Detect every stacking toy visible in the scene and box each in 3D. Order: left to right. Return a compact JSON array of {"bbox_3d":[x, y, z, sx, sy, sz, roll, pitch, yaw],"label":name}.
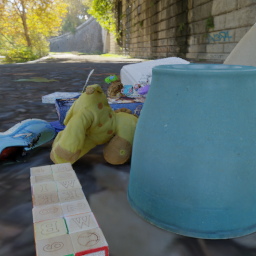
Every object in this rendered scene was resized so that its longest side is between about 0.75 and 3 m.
[{"bbox_3d":[0.232,-1.137,8.555,1.662,0.390,1.253,4,-25,33],"label":"stacking toy"}]

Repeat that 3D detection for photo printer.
[{"bbox_3d":[1.359,-1.676,10.048,2.711,0.941,2.256,-15,40,-17],"label":"photo printer"}]

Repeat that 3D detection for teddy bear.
[{"bbox_3d":[0.151,-1.428,11.434,2.628,0.877,1.905,22,33,36],"label":"teddy bear"}]

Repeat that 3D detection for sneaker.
[{"bbox_3d":[-2.039,0.370,5.393,0.786,0.685,1.747,29,31,23],"label":"sneaker"}]

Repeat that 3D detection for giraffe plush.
[{"bbox_3d":[-0.402,0.061,5.130,1.443,1.779,1.535,27,3,-16],"label":"giraffe plush"}]

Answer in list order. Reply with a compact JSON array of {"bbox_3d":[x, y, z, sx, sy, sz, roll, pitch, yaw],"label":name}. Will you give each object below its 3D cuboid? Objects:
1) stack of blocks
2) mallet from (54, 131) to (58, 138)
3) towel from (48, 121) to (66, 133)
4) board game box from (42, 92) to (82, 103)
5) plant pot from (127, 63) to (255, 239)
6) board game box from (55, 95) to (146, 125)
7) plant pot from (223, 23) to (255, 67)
[{"bbox_3d":[-0.572,0.977,2.441,0.432,0.850,1.477,-6,17,-19],"label":"stack of blocks"},{"bbox_3d":[-2.578,0.215,6.162,2.046,0.421,0.674,-1,15,-17],"label":"mallet"},{"bbox_3d":[-0.657,-0.111,7.552,1.890,0.311,2.611,11,17,39],"label":"towel"},{"bbox_3d":[-2.603,-1.226,11.381,1.268,0.276,1.275,4,16,12],"label":"board game box"},{"bbox_3d":[0.969,0.081,3.798,1.970,1.851,1.970,0,15,0],"label":"plant pot"},{"bbox_3d":[-0.618,-0.555,7.766,2.623,0.454,1.777,-5,13,-17],"label":"board game box"},{"bbox_3d":[4.666,-2.354,9.858,2.473,2.640,2.473,16,24,-7],"label":"plant pot"}]
